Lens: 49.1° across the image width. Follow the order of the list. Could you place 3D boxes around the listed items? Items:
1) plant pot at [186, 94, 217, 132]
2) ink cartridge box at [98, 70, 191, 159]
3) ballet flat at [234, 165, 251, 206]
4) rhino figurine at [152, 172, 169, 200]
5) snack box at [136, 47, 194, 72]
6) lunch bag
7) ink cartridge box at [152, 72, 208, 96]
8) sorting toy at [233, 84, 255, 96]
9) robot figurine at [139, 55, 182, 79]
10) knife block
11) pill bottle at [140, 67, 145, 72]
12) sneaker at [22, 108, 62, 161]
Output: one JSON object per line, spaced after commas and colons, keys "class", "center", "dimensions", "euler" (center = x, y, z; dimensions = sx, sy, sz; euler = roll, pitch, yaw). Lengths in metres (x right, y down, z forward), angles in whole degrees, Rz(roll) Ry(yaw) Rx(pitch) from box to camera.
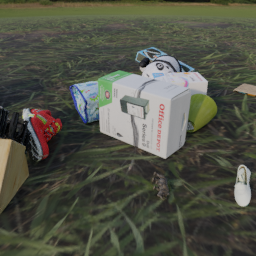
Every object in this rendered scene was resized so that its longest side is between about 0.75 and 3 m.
{"class": "plant pot", "center": [2.394, -0.422, 9.914], "dimensions": [1.140, 1.140, 1.218], "euler": [17, 46, 29]}
{"class": "ink cartridge box", "center": [0.431, -0.512, 8.917], "dimensions": [2.746, 2.004, 1.154], "euler": [20, 34, 34]}
{"class": "ballet flat", "center": [2.774, 1.364, 6.844], "dimensions": [0.396, 0.396, 1.139], "euler": [10, 44, 19]}
{"class": "rhino figurine", "center": [0.840, 1.470, 6.975], "dimensions": [0.386, 0.264, 0.883], "euler": [20, 26, -12]}
{"class": "snack box", "center": [2.026, -3.491, 15.371], "dimensions": [2.856, 0.530, 1.659], "euler": [34, 40, 20]}
{"class": "lunch bag", "center": [-1.190, -1.244, 11.053], "dimensions": [1.790, 1.341, 2.105], "euler": [-12, 40, -22]}
{"class": "ink cartridge box", "center": [2.130, -1.399, 11.266], "dimensions": [2.216, 1.388, 1.424], "euler": [-3, 28, -4]}
{"class": "sorting toy", "center": [5.843, -1.806, 13.372], "dimensions": [1.249, 0.228, 1.156], "euler": [18, 32, 39]}
{"class": "robot figurine", "center": [1.644, -2.532, 13.173], "dimensions": [1.964, 1.631, 2.614], "euler": [0, 25, 23]}
{"class": "knife block", "center": [-3.088, 0.642, 6.746], "dimensions": [0.716, 1.965, 2.239], "euler": [3, 28, 8]}
{"class": "pill bottle", "center": [1.282, -3.715, 16.439], "dimensions": [0.729, 0.729, 1.299], "euler": [15, 31, 26]}
{"class": "sneaker", "center": [-2.713, 0.011, 8.958], "dimensions": [1.234, 1.119, 2.906], "euler": [-5, 28, -21]}
